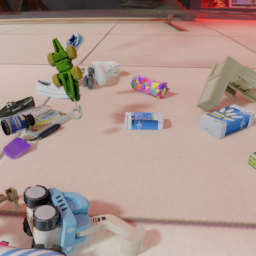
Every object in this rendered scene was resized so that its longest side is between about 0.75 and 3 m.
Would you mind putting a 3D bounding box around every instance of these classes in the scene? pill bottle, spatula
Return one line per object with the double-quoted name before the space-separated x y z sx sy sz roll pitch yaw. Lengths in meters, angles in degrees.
"pill bottle" -3.369 -0.132 8.625 0.511 0.511 0.914 25 35 38
"spatula" -2.862 0.303 8.656 0.602 0.219 2.129 28 35 20

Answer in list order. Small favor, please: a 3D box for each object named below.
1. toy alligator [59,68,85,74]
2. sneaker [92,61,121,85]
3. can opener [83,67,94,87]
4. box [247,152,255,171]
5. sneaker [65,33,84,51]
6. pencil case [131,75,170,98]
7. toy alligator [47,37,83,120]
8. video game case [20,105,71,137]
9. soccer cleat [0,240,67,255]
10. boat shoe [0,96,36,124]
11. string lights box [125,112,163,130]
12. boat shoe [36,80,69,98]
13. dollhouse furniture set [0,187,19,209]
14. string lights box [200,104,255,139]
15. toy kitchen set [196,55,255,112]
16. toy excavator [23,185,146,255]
"toy alligator" -2.796 -2.397 13.165 0.515 0.710 2.143 12 31 22
"sneaker" -0.975 -2.815 13.770 1.396 0.890 2.416 -6 31 -12
"can opener" -1.889 -2.459 13.272 0.537 0.673 2.013 0 21 -7
"box" 4.437 0.927 7.359 2.159 0.375 1.188 -9 30 -16
"sneaker" -2.082 -2.964 10.233 0.429 1.161 0.477 42 18 28
"pencil case" 0.939 -1.815 12.091 1.706 0.754 0.754 22 36 36
"toy alligator" -1.819 -1.497 8.684 0.878 2.649 0.636 -16 -5 14
"video game case" -3.128 -0.288 9.816 1.545 0.194 1.697 15 31 26
"soccer cleat" -2.026 2.312 4.420 2.128 0.743 0.919 0 32 2
"boat shoe" -4.218 -0.687 10.122 0.654 0.589 1.849 20 34 32
"string lights box" 0.535 -0.250 9.539 1.262 0.372 0.649 1 28 1
"boat shoe" -3.121 -1.693 11.946 1.906 0.623 0.701 8 29 15
"dollhouse furniture set" -2.991 1.735 5.702 0.708 0.604 1.365 16 28 30
"string lights box" 3.333 -0.250 9.395 1.707 0.503 0.877 -18 33 -30
"toy kitchen set" 3.923 -1.169 11.025 2.266 2.044 1.848 30 -16 -11
"toy excavator" -0.862 1.792 5.352 1.907 0.952 1.854 -7 29 -32
